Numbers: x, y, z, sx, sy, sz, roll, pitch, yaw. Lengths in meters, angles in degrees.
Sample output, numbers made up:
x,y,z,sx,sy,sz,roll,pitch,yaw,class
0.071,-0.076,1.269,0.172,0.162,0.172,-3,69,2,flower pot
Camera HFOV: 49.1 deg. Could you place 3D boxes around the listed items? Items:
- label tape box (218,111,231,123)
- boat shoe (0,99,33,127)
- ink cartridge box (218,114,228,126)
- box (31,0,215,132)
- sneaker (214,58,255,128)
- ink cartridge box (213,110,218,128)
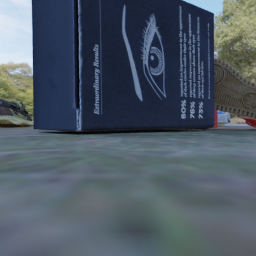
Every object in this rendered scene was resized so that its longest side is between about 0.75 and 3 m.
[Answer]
x,y,z,sx,sy,sz,roll,pitch,yaw,class
3.667,-0.689,12.806,1.714,0.791,2.393,-5,-10,28,label tape box
-4.015,-0.515,9.947,1.078,0.955,2.946,0,1,-8,boat shoe
3.216,-0.249,12.077,1.753,0.382,1.521,0,-12,4,ink cartridge box
0.024,-0.996,4.594,2.829,2.094,1.476,0,0,-39,box
2.323,-0.664,5.941,2.662,0.948,1.497,25,8,15,sneaker
0.530,-0.461,6.889,2.832,0.956,1.649,0,1,-14,ink cartridge box
